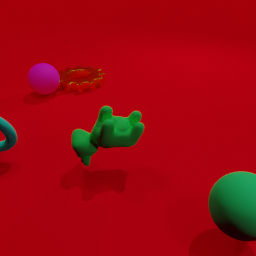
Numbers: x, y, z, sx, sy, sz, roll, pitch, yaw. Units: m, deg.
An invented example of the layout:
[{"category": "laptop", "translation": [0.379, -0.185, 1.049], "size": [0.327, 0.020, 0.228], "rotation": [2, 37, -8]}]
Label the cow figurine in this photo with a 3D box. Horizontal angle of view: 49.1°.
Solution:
[{"category": "cow figurine", "translation": [-0.461, 0.219, 6.026], "size": [1.446, 1.423, 0.794], "rotation": [6, 45, -18]}]

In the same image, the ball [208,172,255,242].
[{"category": "ball", "translation": [1.821, 1.225, 4.429], "size": [1.059, 1.059, 1.059], "rotation": [0, 33, 0]}]

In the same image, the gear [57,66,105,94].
[{"category": "gear", "translation": [-1.802, -1.845, 10.481], "size": [1.828, 0.338, 1.828], "rotation": [0, 33, 0]}]

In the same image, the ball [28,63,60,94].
[{"category": "ball", "translation": [-2.845, -1.656, 9.469], "size": [1.040, 1.040, 1.040], "rotation": [0, 33, 0]}]

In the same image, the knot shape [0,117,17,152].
[{"category": "knot shape", "translation": [-3.386, 0.060, 6.357], "size": [1.453, 1.552, 0.717], "rotation": [54, 12, 9]}]
